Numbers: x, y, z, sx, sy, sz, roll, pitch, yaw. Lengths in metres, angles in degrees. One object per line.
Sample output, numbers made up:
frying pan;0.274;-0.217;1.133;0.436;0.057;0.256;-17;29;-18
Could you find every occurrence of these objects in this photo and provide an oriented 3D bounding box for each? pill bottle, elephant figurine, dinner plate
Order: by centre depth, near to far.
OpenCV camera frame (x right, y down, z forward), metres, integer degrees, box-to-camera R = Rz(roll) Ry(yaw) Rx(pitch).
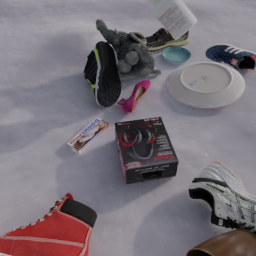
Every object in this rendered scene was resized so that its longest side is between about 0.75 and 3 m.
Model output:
pill bottle;1.431;-3.889;9.320;1.673;0.957;0.957;48;53;-10
dinner plate;2.836;-1.761;10.290;2.793;0.339;2.793;-5;46;6
elephant figurine;0.003;-3.102;10.782;1.673;1.835;2.365;-23;57;-2

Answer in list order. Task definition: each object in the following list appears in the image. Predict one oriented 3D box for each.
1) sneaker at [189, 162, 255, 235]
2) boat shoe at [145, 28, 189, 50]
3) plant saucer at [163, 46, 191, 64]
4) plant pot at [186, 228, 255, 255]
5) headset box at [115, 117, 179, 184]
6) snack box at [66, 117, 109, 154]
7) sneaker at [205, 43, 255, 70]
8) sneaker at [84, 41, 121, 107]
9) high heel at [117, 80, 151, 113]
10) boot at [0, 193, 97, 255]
sneaker;2.553;2.037;6.437;1.213;1.047;2.768;-32;45;-16
boat shoe;1.543;-4.025;12.326;2.454;0.795;0.898;-15;46;-16
plant saucer;2.043;-3.034;11.782;1.199;0.215;1.199;0;45;0
plant pot;2.085;2.653;5.669;1.344;1.256;1.256;-23;49;-34
headset box;0.482;0.657;7.826;1.437;0.725;1.933;-7;46;-7
snack box;-1.221;0.209;8.652;0.506;0.171;1.409;27;52;24
sneaker;4.116;-2.773;11.125;2.095;0.785;0.885;11;42;10
sneaker;-1.022;-1.853;10.298;1.208;1.046;2.917;-28;51;35
high heel;0.390;-1.095;9.624;1.564;0.527;0.750;-36;46;-24
boot;-2.150;2.257;6.143;2.772;1.004;2.000;10;46;-1
